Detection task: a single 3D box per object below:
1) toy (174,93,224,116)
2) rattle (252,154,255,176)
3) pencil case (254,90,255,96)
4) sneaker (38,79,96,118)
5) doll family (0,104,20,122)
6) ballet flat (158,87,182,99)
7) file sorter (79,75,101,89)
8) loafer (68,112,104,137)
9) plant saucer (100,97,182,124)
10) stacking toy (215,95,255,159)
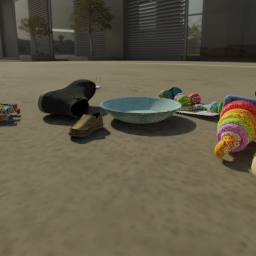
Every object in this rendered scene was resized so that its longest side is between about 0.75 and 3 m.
[{"bbox_3d":[2.464,-1.005,10.907,1.642,0.673,2.851,-13,21,-39],"label":"toy"},{"bbox_3d":[3.134,0.408,4.328,1.661,1.822,2.551,24,10,0],"label":"rattle"},{"bbox_3d":[6.748,-1.737,13.957,0.822,0.363,0.363,7,18,23],"label":"pencil case"},{"bbox_3d":[-1.797,-1.073,10.765,1.586,1.117,2.986,15,30,26],"label":"sneaker"},{"bbox_3d":[-4.412,-0.669,9.714,0.950,0.690,1.531,-2,16,-5],"label":"doll family"},{"bbox_3d":[2.018,-1.679,13.563,0.548,0.548,1.549,15,22,41],"label":"ballet flat"},{"bbox_3d":[-2.267,-2.752,16.791,1.120,0.697,0.777,7,18,20],"label":"file sorter"},{"bbox_3d":[-1.231,-0.124,8.186,0.573,0.508,1.507,7,18,22],"label":"loafer"},{"bbox_3d":[0.438,-0.607,9.786,2.808,0.541,2.808,1,17,0],"label":"plant saucer"},{"bbox_3d":[2.551,0.119,6.749,1.125,1.190,2.050,19,36,28],"label":"stacking toy"}]
